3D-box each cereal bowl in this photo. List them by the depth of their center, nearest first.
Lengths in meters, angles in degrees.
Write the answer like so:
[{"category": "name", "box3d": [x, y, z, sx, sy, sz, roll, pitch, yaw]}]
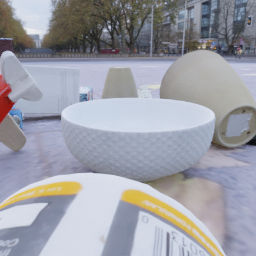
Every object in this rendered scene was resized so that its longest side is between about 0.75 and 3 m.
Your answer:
[{"category": "cereal bowl", "box3d": [0.172, 0.197, 5.158, 2.728, 1.136, 2.728, -1, 16, 0]}]

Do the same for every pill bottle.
[{"category": "pill bottle", "box3d": [-0.339, 1.304, 0.448, 1.590, 1.590, 2.733, 2, 16, 8]}]

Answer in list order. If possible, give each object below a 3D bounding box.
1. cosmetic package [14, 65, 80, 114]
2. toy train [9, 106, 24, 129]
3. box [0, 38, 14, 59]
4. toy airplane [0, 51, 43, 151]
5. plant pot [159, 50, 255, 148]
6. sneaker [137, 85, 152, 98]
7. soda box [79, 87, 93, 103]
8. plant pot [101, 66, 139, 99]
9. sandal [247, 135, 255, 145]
[{"category": "cosmetic package", "box3d": [-2.883, -1.165, 8.734, 2.666, 1.505, 1.082, 2, 4, -16]}, {"category": "toy train", "box3d": [-3.557, -0.149, 7.227, 1.668, 0.723, 0.953, -7, 24, -19]}, {"category": "box", "box3d": [-5.244, -1.827, 9.751, 2.058, 2.506, 2.079, -13, 21, -39]}, {"category": "toy airplane", "box3d": [-2.738, -0.376, 4.872, 1.704, 2.415, 2.405, 22, 23, 24]}, {"category": "plant pot", "box3d": [2.085, -0.562, 6.797, 2.089, 2.089, 2.231, -3, 30, -11]}, {"category": "sneaker", "box3d": [0.603, -1.258, 10.965, 0.656, 0.763, 1.802, -1, 17, -10]}, {"category": "soda box", "box3d": [-1.817, -1.252, 11.217, 0.642, 0.597, 1.878, 0, 17, -1]}, {"category": "plant pot", "box3d": [-0.270, -1.366, 9.879, 1.455, 1.554, 1.455, 1, 16, 0]}, {"category": "sandal", "box3d": [3.562, -0.184, 7.468, 0.991, 0.595, 2.639, 8, 18, 26]}]
